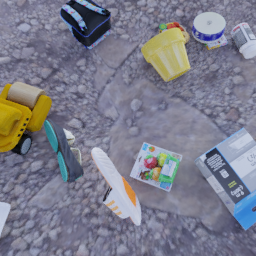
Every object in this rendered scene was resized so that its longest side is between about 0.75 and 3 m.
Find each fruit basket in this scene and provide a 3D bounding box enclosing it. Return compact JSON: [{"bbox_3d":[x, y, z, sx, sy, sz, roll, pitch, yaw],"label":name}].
[{"bbox_3d":[0.976,1.296,9.672,1.467,0.688,1.359,21,72,11],"label":"fruit basket"}]

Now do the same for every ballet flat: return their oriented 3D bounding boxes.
[{"bbox_3d":[-2.194,0.729,9.859,0.919,0.919,2.516,-24,66,-8],"label":"ballet flat"}]

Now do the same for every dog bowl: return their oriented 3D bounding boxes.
[{"bbox_3d":[3.340,-4.164,11.617,1.304,0.514,1.304,-3,62,6],"label":"dog bowl"}]

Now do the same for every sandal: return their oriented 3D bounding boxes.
[{"bbox_3d":[-0.529,1.947,9.037,0.819,1.094,2.856,-31,98,14],"label":"sandal"}]

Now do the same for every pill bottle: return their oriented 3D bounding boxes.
[{"bbox_3d":[4.776,-3.525,11.379,0.740,0.740,1.299,-16,72,-6],"label":"pill bottle"}]

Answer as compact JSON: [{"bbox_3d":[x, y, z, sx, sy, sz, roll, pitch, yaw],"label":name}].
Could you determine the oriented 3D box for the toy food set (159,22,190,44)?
[{"bbox_3d":[1.879,-3.937,11.758,1.231,0.303,1.244,-16,71,-5],"label":"toy food set"}]

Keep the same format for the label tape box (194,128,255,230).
[{"bbox_3d":[3.893,1.666,9.416,1.967,0.908,2.746,-31,72,-11],"label":"label tape box"}]

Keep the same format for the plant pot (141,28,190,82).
[{"bbox_3d":[1.574,-2.694,10.719,1.649,1.649,1.552,-26,88,-9],"label":"plant pot"}]

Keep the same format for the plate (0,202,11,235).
[{"bbox_3d":[-4.886,3.191,9.191,1.712,0.277,1.708,11,70,4],"label":"plate"}]

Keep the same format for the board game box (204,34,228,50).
[{"bbox_3d":[3.631,-3.689,11.735,0.873,0.176,0.668,-17,71,-6],"label":"board game box"}]

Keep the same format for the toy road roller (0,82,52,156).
[{"bbox_3d":[-4.025,-0.495,9.603,1.681,1.997,2.736,19,71,7],"label":"toy road roller"}]

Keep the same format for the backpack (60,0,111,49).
[{"bbox_3d":[-1.778,-4.378,11.424,1.817,1.222,1.659,40,75,12],"label":"backpack"}]
